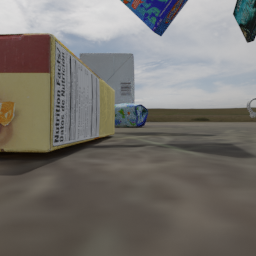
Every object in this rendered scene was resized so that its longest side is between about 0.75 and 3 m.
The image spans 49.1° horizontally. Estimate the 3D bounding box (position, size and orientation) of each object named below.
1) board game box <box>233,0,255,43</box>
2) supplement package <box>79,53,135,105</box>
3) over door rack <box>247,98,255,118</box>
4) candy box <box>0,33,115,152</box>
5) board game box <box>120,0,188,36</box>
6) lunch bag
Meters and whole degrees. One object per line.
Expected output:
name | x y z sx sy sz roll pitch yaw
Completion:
board game box | 3.775 -3.737 8.647 0.272 1.306 1.931 -16 -21 4
supplement package | -0.843 -1.438 11.547 2.054 2.670 2.792 0 1 -3
over door rack | 3.703 -0.340 5.076 2.364 0.787 1.746 -2 1 -4
candy box | -0.917 -0.195 2.529 1.327 0.636 2.298 0 1 5
board game box | 0.526 -2.850 5.874 0.339 1.147 1.508 4 42 -53
lunch bag | -0.001 -0.422 8.995 1.062 0.796 1.249 0 11 18
